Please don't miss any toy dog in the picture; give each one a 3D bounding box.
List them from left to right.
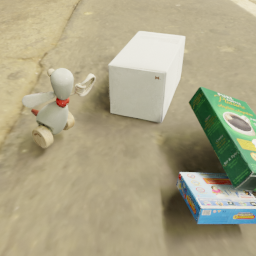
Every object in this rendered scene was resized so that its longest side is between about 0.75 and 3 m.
[{"bbox_3d":[-1.707,-0.563,6.146,0.987,2.048,1.351,36,27,11],"label":"toy dog"}]

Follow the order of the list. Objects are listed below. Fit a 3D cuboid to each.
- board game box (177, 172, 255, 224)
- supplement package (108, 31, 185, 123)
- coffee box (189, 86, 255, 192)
[{"bbox_3d":[1.606,1.229,5.053,1.154,0.323,1.130,3,20,-9],"label":"board game box"},{"bbox_3d":[0.619,-1.594,8.124,1.538,1.533,2.623,12,39,14],"label":"supplement package"},{"bbox_3d":[2.347,0.200,5.813,1.510,0.540,2.456,11,40,-25],"label":"coffee box"}]
